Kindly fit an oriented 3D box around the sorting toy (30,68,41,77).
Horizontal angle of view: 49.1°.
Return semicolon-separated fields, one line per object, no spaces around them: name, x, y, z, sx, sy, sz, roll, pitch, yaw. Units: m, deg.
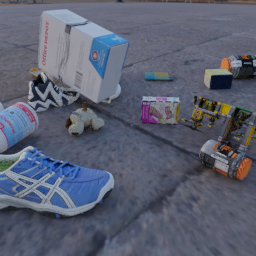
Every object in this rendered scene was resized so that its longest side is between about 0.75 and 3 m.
sorting toy;-3.858;-2.426;12.676;0.907;0.220;1.612;-18;34;-37

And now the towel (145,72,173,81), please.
towel;1.381;-2.307;12.548;1.250;0.136;0.916;4;30;4

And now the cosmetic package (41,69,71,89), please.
cosmetic package;-2.178;-2.492;11.853;2.682;1.210;1.433;-15;33;-30

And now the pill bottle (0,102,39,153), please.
pill bottle;-3.277;0.065;7.390;0.929;0.929;1.708;15;36;25

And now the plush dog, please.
plush dog;-1.395;-0.312;8.405;1.120;0.899;0.962;-17;10;-28

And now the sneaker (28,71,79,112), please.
sneaker;-2.594;-1.435;9.809;1.938;1.261;0.774;-19;35;-30

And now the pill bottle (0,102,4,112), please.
pill bottle;-4.503;-0.375;8.409;1.383;0.776;0.776;-26;38;-37

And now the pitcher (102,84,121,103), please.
pitcher;-0.742;-1.302;10.392;0.779;0.551;0.909;6;39;30

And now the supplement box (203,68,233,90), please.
supplement box;3.697;-2.039;11.563;0.899;0.604;0.898;-3;29;-5

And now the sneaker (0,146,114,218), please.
sneaker;-1.711;1.020;5.585;2.862;1.102;1.083;0;27;-2

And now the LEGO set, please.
LEGO set;2.631;0.075;7.584;2.251;1.304;1.731;24;8;30

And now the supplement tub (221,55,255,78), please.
supplement tub;5.019;-2.706;12.363;1.616;0.990;0.990;-3;29;-6

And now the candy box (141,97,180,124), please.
candy box;0.999;-0.544;8.699;1.162;0.792;0.354;1;31;4

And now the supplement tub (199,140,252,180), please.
supplement tub;2.264;0.747;6.544;0.642;0.642;1.048;-26;39;-38

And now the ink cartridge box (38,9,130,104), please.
ink cartridge box;-1.578;-2.457;9.413;2.792;2.026;1.169;32;39;19
